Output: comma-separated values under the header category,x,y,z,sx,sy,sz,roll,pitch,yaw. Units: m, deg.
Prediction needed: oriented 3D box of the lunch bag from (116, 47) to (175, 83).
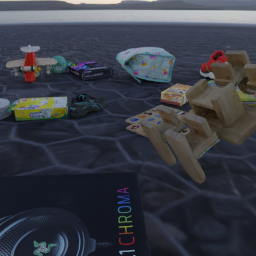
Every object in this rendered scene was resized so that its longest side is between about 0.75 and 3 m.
category,x,y,z,sx,sy,sz,roll,pitch,yaw
lunch bag,0.671,-2.835,12.291,2.249,1.371,1.916,1,25,-12

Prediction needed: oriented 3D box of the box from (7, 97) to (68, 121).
category,x,y,z,sx,sy,sz,roll,pitch,yaw
box,-2.737,-0.601,8.617,1.700,0.411,0.997,-1,26,-9

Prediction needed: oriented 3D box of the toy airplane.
category,x,y,z,sx,sy,sz,roll,pitch,yaw
toy airplane,-4.262,-2.794,12.386,1.688,1.191,1.680,34,65,20

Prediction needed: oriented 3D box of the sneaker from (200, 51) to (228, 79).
category,x,y,z,sx,sy,sz,roll,pitch,yaw
sneaker,3.891,-2.776,12.212,1.049,1.157,2.724,-1,15,-2

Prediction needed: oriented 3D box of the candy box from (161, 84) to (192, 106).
category,x,y,z,sx,sy,sz,roll,pitch,yaw
candy box,1.795,-1.195,9.908,0.767,0.368,1.329,17,29,29

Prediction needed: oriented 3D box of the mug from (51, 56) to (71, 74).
category,x,y,z,sx,sy,sz,roll,pitch,yaw
mug,-3.238,-3.012,13.225,0.939,0.771,0.581,-38,30,8

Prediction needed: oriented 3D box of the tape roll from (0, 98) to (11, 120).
category,x,y,z,sx,sy,sz,roll,pitch,yaw
tape roll,-4.184,-0.559,8.551,1.119,0.370,1.119,1,25,0

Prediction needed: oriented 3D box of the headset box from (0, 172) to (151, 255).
category,x,y,z,sx,sy,sz,roll,pitch,yaw
headset box,-1.222,1.648,2.676,2.857,1.325,2.487,-1,25,-2

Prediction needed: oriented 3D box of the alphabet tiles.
category,x,y,z,sx,sy,sz,roll,pitch,yaw
alphabet tiles,1.042,-0.169,8.073,1.773,0.080,2.121,21,33,37

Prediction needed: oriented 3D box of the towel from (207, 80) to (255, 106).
category,x,y,z,sx,sy,sz,roll,pitch,yaw
towel,3.937,-1.324,10.301,1.901,0.301,2.646,3,24,8

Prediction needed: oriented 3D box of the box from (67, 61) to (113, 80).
category,x,y,z,sx,sy,sz,roll,pitch,yaw
box,-1.830,-2.730,13.213,1.492,0.377,2.086,-15,30,-29

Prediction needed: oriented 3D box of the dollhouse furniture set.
category,x,y,z,sx,sy,sz,roll,pitch,yaw
dollhouse furniture set,2.229,0.141,5.108,2.574,1.951,2.936,-39,27,-11

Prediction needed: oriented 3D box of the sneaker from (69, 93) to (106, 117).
category,x,y,z,sx,sy,sz,roll,pitch,yaw
sneaker,-1.224,-0.804,8.833,0.565,0.594,1.498,14,27,32
